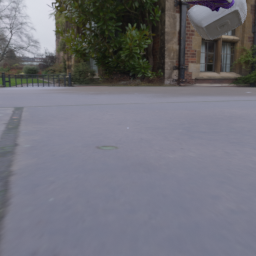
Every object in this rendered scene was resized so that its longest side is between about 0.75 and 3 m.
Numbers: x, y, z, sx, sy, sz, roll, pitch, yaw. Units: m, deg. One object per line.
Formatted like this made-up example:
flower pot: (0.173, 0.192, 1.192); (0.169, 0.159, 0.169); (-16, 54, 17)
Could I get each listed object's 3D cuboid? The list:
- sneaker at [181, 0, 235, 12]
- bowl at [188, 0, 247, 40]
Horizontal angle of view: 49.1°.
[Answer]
sneaker: (1.804, -2.961, 6.462); (0.656, 0.634, 1.572); (38, 8, -34)
bowl: (2.941, -3.520, 8.932); (1.740, 0.650, 1.738); (-24, -17, 24)
